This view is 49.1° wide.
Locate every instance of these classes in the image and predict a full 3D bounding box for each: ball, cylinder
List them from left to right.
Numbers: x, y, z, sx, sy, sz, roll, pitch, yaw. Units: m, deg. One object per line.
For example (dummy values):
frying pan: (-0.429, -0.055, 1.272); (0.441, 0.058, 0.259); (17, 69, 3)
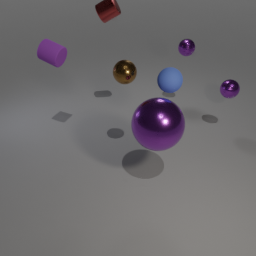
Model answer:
cylinder: (-2.442, -2.415, 9.037); (0.700, 0.700, 0.700); (27, 36, 8)
cylinder: (-0.715, -4.278, 10.110); (0.700, 0.700, 0.700); (-23, 25, 20)
ball: (-0.091, -1.609, 8.068); (0.700, 0.700, 0.700); (0, 31, 0)
ball: (0.782, -0.097, 7.325); (1.400, 1.400, 1.400); (0, 31, 0)
ball: (1.157, -1.319, 7.730); (0.700, 0.700, 0.700); (0, 31, 0)
ball: (2.424, -3.321, 11.571); (0.700, 0.700, 0.700); (0, 31, 0)
ball: (3.745, -1.438, 10.309); (0.700, 0.700, 0.700); (0, 31, 0)
